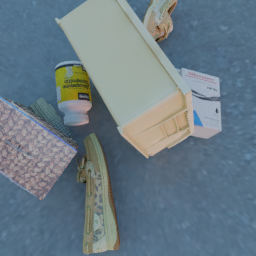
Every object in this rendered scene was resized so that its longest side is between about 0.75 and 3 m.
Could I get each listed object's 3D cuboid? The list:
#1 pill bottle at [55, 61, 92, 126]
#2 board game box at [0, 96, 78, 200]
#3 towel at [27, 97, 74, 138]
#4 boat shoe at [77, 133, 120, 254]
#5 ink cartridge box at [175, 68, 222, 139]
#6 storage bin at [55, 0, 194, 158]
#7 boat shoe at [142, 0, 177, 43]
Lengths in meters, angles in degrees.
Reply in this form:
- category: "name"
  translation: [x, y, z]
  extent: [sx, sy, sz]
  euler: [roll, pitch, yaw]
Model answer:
- category: "pill bottle"
  translation: [-1.452, -0.907, 7.539]
  extent: [0.897, 0.897, 1.601]
  euler: [-6, 83, -3]
- category: "board game box"
  translation: [-2.113, 0.339, 5.994]
  extent: [1.791, 2.246, 1.088]
  euler: [37, 85, -9]
- category: "towel"
  translation: [-2.482, 0.089, 7.593]
  extent: [1.479, 0.265, 1.536]
  euler: [-37, 73, -12]
- category: "boat shoe"
  translation: [-0.814, 1.440, 6.539]
  extent: [0.862, 1.008, 2.749]
  euler: [-10, 68, -5]
- category: "ink cartridge box"
  translation: [1.806, -0.842, 7.569]
  extent: [1.172, 0.685, 2.020]
  euler: [11, 65, -14]
- category: "storage bin"
  translation: [0.108, -1.047, 6.446]
  extent: [1.401, 2.968, 2.989]
  euler: [-33, 69, 4]
- category: "boat shoe"
  translation: [0.939, -3.193, 8.537]
  extent: [0.914, 0.974, 2.643]
  euler: [18, 66, 1]
